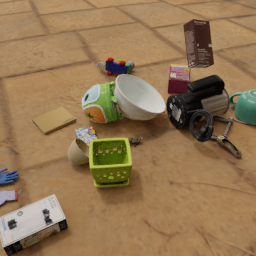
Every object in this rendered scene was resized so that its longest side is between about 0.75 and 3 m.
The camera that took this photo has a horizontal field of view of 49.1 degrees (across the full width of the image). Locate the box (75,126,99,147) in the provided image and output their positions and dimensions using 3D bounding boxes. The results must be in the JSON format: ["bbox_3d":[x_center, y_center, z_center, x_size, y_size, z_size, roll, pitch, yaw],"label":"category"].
[{"bbox_3d":[-1.612,0.405,11.122,0.788,0.229,1.151,-12,41,-14],"label":"box"}]

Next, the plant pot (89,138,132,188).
[{"bbox_3d":[-0.573,1.222,9.360,1.340,1.216,1.333,-4,39,-4],"label":"plant pot"}]

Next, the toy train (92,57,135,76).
[{"bbox_3d":[-0.768,-3.522,15.465,2.129,0.901,1.232,21,33,23],"label":"toy train"}]

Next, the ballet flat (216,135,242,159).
[{"bbox_3d":[3.861,0.664,10.658,0.407,0.280,1.208,-25,53,-17],"label":"ballet flat"}]

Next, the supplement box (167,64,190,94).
[{"bbox_3d":[2.584,-2.476,14.141,1.051,0.829,1.606,7,40,9],"label":"supplement box"}]

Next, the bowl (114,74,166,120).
[{"bbox_3d":[0.322,-1.119,11.984,2.415,1.085,2.415,24,36,-18],"label":"bowl"}]

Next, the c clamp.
[{"bbox_3d":[3.920,-0.037,11.646,1.587,0.252,1.857,23,44,25],"label":"c clamp"}]

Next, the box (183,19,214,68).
[{"bbox_3d":[2.926,-3.447,11.565,0.924,1.845,0.691,-6,-3,-28],"label":"box"}]

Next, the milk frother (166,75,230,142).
[{"bbox_3d":[3.171,-0.652,11.310,2.270,2.178,2.413,-17,71,-17],"label":"milk frother"}]

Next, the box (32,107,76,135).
[{"bbox_3d":[-3.190,-0.347,12.090,1.498,0.159,1.225,-28,46,-29],"label":"box"}]

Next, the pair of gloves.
[{"bbox_3d":[-4.288,1.983,9.263,1.290,0.183,1.604,-9,41,-13],"label":"pair of gloves"}]

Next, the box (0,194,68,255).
[{"bbox_3d":[-2.739,2.740,8.056,1.744,0.524,1.017,-19,43,-22],"label":"box"}]

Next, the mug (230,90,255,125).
[{"bbox_3d":[5.326,-1.007,12.081,1.769,1.094,1.453,11,38,11],"label":"mug"}]

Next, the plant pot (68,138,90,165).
[{"bbox_3d":[-1.773,0.936,10.058,0.653,0.973,0.973,-41,43,9],"label":"plant pot"}]

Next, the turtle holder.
[{"bbox_3d":[-1.150,-1.214,11.907,1.514,1.620,2.132,-12,71,5],"label":"turtle holder"}]

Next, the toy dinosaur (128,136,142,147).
[{"bbox_3d":[0.183,0.527,10.997,0.790,0.304,0.404,-1,25,10],"label":"toy dinosaur"}]
